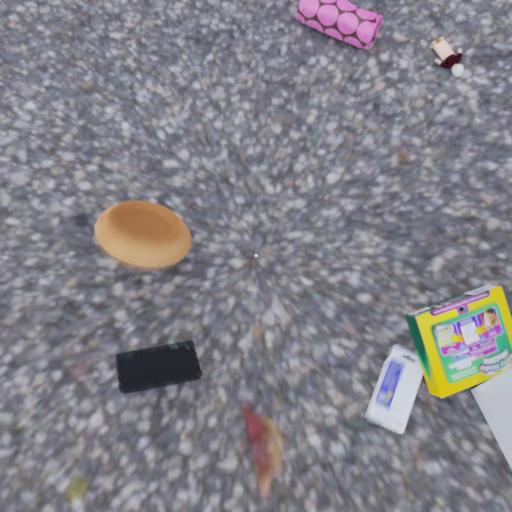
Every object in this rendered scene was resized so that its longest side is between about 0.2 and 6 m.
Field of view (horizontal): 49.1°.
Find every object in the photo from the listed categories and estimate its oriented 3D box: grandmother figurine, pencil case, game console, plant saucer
[{"bbox_3d":[4.016,-4.109,11.624,0.569,0.284,0.938,-30,70,17],"label":"grandmother figurine"},{"bbox_3d":[1.767,-5.047,11.770,1.810,0.821,0.848,32,56,11],"label":"pencil case"},{"bbox_3d":[-1.484,1.740,8.485,1.179,1.037,0.686,-8,68,-13],"label":"game console"},{"bbox_3d":[-1.839,-0.440,9.287,1.589,0.297,1.589,14,37,-11],"label":"plant saucer"}]

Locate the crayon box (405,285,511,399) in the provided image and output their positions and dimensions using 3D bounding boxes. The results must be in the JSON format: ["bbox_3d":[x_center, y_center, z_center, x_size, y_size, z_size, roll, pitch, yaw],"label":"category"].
[{"bbox_3d":[3.294,1.327,8.830,1.538,0.448,1.327,-18,91,-10],"label":"crayon box"}]

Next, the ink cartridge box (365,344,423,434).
[{"bbox_3d":[2.217,2.095,8.850,0.597,0.234,1.260,25,70,3],"label":"ink cartridge box"}]

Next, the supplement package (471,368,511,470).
[{"bbox_3d":[4.470,2.400,7.762,1.547,2.012,2.104,-19,67,-8],"label":"supplement package"}]
